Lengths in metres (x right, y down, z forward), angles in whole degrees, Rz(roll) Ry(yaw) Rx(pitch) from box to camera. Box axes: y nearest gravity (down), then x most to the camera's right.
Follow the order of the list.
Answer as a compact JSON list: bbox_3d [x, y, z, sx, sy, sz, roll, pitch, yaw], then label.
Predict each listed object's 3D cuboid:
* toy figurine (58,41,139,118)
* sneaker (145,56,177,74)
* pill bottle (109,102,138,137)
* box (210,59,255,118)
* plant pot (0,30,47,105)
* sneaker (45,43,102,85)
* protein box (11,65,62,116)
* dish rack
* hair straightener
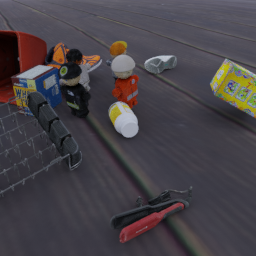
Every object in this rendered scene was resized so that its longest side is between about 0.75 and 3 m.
[{"bbox_3d":[-0.811,-1.489,7.833,2.148,1.495,2.115,-9,36,0],"label":"toy figurine"},{"bbox_3d":[1.160,-2.488,10.881,0.678,0.595,1.693,20,28,41],"label":"sneaker"},{"bbox_3d":[-0.099,-0.200,6.887,0.570,0.570,1.018,-9,32,-14],"label":"pill bottle"},{"bbox_3d":[2.949,-1.045,7.224,1.308,0.829,1.358,29,24,0],"label":"box"},{"bbox_3d":[-3.615,-2.042,8.812,2.054,2.052,1.810,10,22,17],"label":"plant pot"},{"bbox_3d":[-1.830,-2.357,9.449,0.833,1.203,2.148,0,28,44],"label":"sneaker"},{"bbox_3d":[-2.498,-1.053,7.824,0.738,1.086,1.094,10,32,17],"label":"protein box"},{"bbox_3d":[-2.246,0.377,5.231,2.392,0.653,1.835,-29,70,-29],"label":"dish rack"},{"bbox_3d":[0.406,1.256,4.624,1.646,0.337,0.633,-19,35,-29],"label":"hair straightener"}]
